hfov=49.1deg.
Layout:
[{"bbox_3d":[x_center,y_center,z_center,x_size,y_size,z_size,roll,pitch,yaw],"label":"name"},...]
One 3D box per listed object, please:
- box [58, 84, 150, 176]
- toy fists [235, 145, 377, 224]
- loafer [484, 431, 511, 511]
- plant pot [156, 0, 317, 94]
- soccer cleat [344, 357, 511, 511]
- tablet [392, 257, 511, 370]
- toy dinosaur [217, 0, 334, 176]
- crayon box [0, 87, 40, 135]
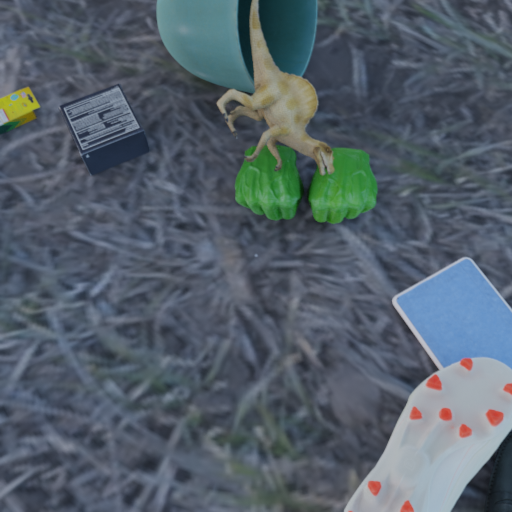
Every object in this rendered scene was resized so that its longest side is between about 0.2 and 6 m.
[{"bbox_3d":[-2.507,-2.089,9.301,1.093,0.673,1.084,-24,68,-11],"label":"box"},{"bbox_3d":[0.771,-1.058,8.813,2.218,0.763,1.131,4,58,3],"label":"toy fists"},{"bbox_3d":[3.138,3.225,6.714,0.768,0.794,2.263,-4,61,37],"label":"loafer"},{"bbox_3d":[-0.418,-3.976,9.306,1.978,2.465,2.465,15,64,31],"label":"plant pot"},{"bbox_3d":[2.126,2.574,6.944,1.163,1.301,3.355,30,57,33],"label":"soccer cleat"},{"bbox_3d":[3.177,1.216,8.080,1.474,0.155,2.266,-27,68,-12],"label":"tablet"},{"bbox_3d":[0.173,-2.311,8.347,1.402,0.807,2.772,-27,96,3],"label":"toy dinosaur"},{"bbox_3d":[-4.233,-2.522,9.750,0.878,0.223,0.558,-29,69,-12],"label":"crayon box"}]
